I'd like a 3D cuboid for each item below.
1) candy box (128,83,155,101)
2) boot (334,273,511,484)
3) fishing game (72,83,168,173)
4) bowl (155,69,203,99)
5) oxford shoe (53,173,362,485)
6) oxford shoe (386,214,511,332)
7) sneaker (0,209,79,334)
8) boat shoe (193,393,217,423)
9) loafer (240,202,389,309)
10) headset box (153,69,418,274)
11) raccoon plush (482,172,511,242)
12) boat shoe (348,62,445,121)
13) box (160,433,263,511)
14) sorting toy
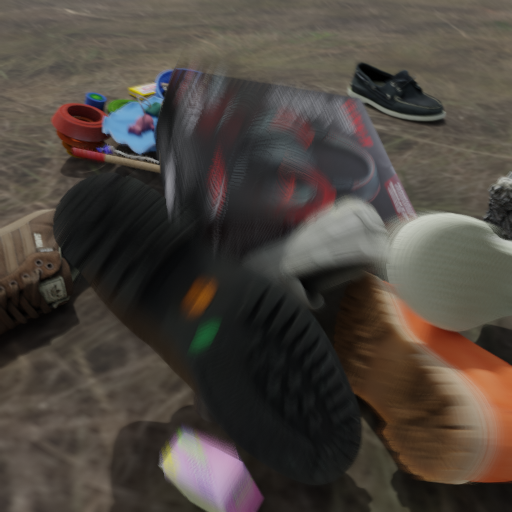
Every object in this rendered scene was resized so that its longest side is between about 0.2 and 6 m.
[{"bbox_3d":[-2.593,-4.465,15.030,1.484,0.196,0.758,-24,38,-32],"label":"candy box"},{"bbox_3d":[1.861,1.188,5.881,1.600,1.119,2.983,12,23,-19],"label":"boot"},{"bbox_3d":[-1.530,-2.648,10.718,2.804,0.609,3.915,15,37,15],"label":"fishing game"},{"bbox_3d":[-1.283,-3.469,12.696,2.095,0.411,2.095,15,43,-14],"label":"bowl"},{"bbox_3d":[-0.372,0.702,5.291,1.231,1.430,3.388,-43,87,-18],"label":"oxford shoe"},{"bbox_3d":[2.150,0.149,5.922,3.000,1.128,0.866,5,14,-45],"label":"oxford shoe"},{"bbox_3d":[-2.988,0.298,6.950,1.194,1.113,3.160,12,36,17],"label":"sneaker"},{"bbox_3d":[-0.186,1.139,6.106,0.646,0.656,1.761,23,32,23],"label":"boat shoe"},{"bbox_3d":[0.446,0.266,6.508,0.831,2.378,0.830,24,41,-47],"label":"loafer"},{"bbox_3d":[0.476,-1.060,7.598,3.285,1.232,2.442,1,55,-25],"label":"headset box"},{"bbox_3d":[4.633,-0.194,7.376,2.385,1.722,3.559,-10,34,-1],"label":"raccoon plush"},{"bbox_3d":[3.440,-4.131,13.814,1.085,0.963,2.903,-18,37,-25],"label":"boat shoe"},{"bbox_3d":[-0.362,1.918,4.745,0.626,0.711,0.344,15,54,33],"label":"box"},{"bbox_3d":[-3.164,-2.621,11.742,2.434,0.999,1.463,-15,49,-43],"label":"sorting toy"}]
